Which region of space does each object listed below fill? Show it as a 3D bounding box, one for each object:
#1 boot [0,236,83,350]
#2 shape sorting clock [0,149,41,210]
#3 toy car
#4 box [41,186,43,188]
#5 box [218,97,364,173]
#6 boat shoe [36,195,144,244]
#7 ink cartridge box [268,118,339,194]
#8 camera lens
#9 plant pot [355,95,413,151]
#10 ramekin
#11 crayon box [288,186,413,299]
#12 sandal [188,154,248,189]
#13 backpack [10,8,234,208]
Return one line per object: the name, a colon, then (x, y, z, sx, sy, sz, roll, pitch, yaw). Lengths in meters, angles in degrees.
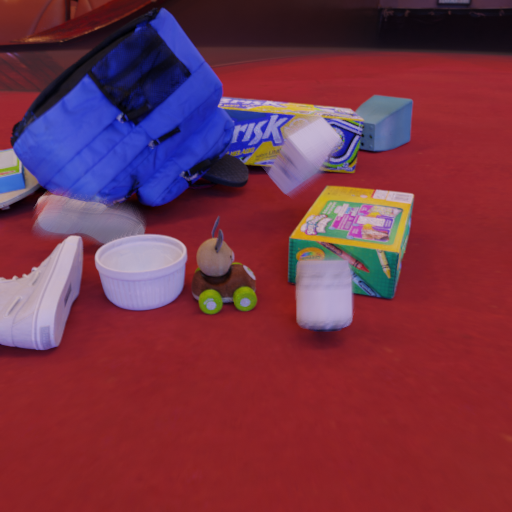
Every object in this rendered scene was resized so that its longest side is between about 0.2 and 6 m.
boot: (-3.115, 0.386, 7.715, 1.144, 0.880, 2.393, 3, 26, -8)
shape sorting clock: (-6.121, -1.529, 12.008, 3.368, 0.661, 3.368, -5, 29, 3)
toy car: (-0.475, 0.068, 8.037, 0.944, 1.197, 0.983, -5, 26, -9)
box: (-4.900, -2.051, 13.430, 2.160, 0.448, 1.286, 13, 28, 30)
box: (0.337, -3.077, 14.017, 4.322, 1.390, 1.514, 3, 25, -6)
boat shoe: (-2.760, -0.624, 9.430, 1.788, 0.636, 0.559, 9, 33, -31)
ink cartridge box: (0.860, -1.823, 10.270, 0.911, 1.253, 0.548, -36, 82, -26)
camera lens: (0.861, 0.499, 7.128, 0.696, 0.870, 0.696, -1, 0, 0)
plant pot: (3.475, -3.715, 16.081, 1.261, 1.260, 1.784, 19, 38, 35)
ramekin: (-1.664, 0.250, 8.257, 1.311, 0.688, 1.311, -1, 25, 0)
crayon box: (1.666, -0.354, 9.384, 1.631, 0.800, 2.746, 8, 27, 17)
sandal: (-1.484, -1.992, 12.947, 3.003, 0.677, 1.128, 16, 36, 22)
backpack: (-2.538, -2.376, 10.836, 3.733, 3.132, 3.033, -40, 11, -7)
